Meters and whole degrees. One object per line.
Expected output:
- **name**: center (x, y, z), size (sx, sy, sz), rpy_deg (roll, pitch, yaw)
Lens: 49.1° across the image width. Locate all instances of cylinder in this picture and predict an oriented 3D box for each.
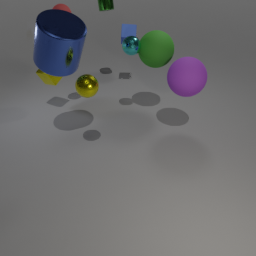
- **cylinder**: center (-1.019, -5.720, 12.723), size (0.700, 0.700, 0.700), rpy_deg (-8, 19, 3)
- **cylinder**: center (-2.036, -2.498, 8.295), size (1.400, 1.400, 1.400), rpy_deg (12, 50, -14)

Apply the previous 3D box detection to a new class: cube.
- **cube**: center (-3.201, -2.262, 11.565), size (0.700, 0.700, 0.700), rpy_deg (12, 61, 33)
- **cube**: center (0.032, -4.480, 13.425), size (0.700, 0.700, 0.700), rpy_deg (3, -10, -1)

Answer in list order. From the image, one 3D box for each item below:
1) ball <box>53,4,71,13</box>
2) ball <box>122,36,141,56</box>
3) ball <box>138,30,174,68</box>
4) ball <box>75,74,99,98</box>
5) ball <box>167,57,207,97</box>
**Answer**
- **ball**: center (-2.320, -3.965, 9.789), size (0.700, 0.700, 0.700), rpy_deg (0, 33, 0)
- **ball**: center (0.128, -3.029, 10.304), size (0.700, 0.700, 0.700), rpy_deg (0, 33, 0)
- **ball**: center (1.081, -3.036, 10.813), size (1.400, 1.400, 1.400), rpy_deg (0, 33, 0)
- **ball**: center (-1.216, -1.248, 8.327), size (0.700, 0.700, 0.700), rpy_deg (0, 33, 0)
- **ball**: center (2.084, -1.803, 9.915), size (1.400, 1.400, 1.400), rpy_deg (0, 33, 0)
